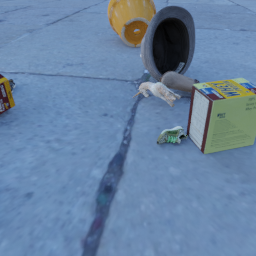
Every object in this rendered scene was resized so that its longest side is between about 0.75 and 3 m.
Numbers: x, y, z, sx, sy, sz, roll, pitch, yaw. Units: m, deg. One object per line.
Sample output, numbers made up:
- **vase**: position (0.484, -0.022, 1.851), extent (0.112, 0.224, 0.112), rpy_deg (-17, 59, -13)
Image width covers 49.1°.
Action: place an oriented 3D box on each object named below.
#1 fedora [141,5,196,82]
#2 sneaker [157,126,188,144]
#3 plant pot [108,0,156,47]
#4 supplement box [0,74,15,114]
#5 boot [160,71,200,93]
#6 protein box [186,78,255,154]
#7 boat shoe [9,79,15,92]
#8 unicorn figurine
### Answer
- **fedora**: position (1.350, -3.139, 10.739), extent (2.437, 2.756, 1.244), rpy_deg (-15, 22, -29)
- **sneaker**: position (1.189, 0.248, 7.387), extent (0.959, 0.369, 0.425), rpy_deg (-21, 45, -26)
- **plant pot**: position (0.313, -5.766, 15.174), extent (2.708, 2.708, 2.479), rpy_deg (-3, 48, -5)
- **supplement box**: position (-4.540, -1.030, 8.269), extent (1.567, 1.041, 1.546), rpy_deg (32, 51, 22)
- **boot**: position (1.957, -1.467, 9.480), extent (1.236, 0.594, 1.690), rpy_deg (26, 24, 26)
- **protein box**: position (2.453, -0.333, 7.179), extent (1.496, 1.507, 1.016), rpy_deg (-9, 33, -14)
- **boat shoe**: position (-4.345, -1.510, 10.242), extent (0.342, 0.279, 0.926), rpy_deg (-1, 32, -2)
- **unicorn figurine**: position (0.983, -1.144, 9.017), extent (1.213, 1.766, 0.652), rpy_deg (31, 78, -5)
